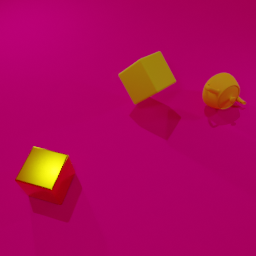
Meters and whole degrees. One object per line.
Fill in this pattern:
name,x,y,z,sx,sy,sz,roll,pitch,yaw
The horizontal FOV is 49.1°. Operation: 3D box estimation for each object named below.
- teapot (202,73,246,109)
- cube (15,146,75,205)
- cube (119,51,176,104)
teapot,2.704,-0.963,7.869,1.686,1.049,0.826,10,28,-38
cube,-1.892,1.119,6.571,0.913,0.913,0.913,13,57,10
cube,0.518,-1.335,7.502,0.932,0.932,0.932,-33,96,-43
